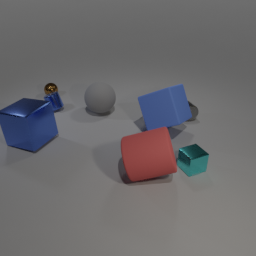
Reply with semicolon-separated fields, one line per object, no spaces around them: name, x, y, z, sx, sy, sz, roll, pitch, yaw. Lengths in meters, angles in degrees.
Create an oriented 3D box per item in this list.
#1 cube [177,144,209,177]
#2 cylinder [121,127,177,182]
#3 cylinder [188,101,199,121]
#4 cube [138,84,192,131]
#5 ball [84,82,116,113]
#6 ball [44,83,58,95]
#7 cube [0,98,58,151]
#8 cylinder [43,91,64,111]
cube;2.109;1.038;9.141;0.700;0.700;0.700;-13;33;-21
cylinder;0.645;0.792;8.462;1.400;1.400;1.400;-14;28;10
cylinder;2.608;-0.768;12.214;0.700;0.700;0.700;-7;27;-11
cube;1.453;-0.797;10.886;1.400;1.400;1.400;-14;5;34
ball;-1.242;-1.362;12.496;1.400;1.400;1.400;0;30;0
ball;-3.918;-1.952;14.277;0.700;0.700;0.700;0;30;0
cube;-3.677;-0.170;10.399;1.400;1.400;1.400;9;31;24
cylinder;-3.421;-1.234;12.901;0.700;0.700;0.700;-17;22;7
